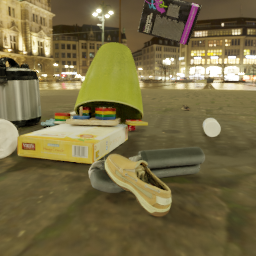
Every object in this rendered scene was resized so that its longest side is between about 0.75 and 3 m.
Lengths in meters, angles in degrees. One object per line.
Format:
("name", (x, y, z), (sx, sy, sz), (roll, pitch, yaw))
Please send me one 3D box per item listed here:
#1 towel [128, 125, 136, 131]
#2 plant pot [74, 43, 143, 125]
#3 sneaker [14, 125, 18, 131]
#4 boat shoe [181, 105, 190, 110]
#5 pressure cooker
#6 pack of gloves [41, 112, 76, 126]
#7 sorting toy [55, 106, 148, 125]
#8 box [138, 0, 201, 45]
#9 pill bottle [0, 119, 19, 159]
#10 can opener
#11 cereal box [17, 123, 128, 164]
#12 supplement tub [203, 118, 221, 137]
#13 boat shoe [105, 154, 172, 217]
("towel", (-1.074, -0.063, 10.433), (2.355, 0.265, 1.703), (-6, 11, -31))
("plant pot", (-0.528, -1.527, 9.256), (2.193, 2.344, 2.193), (4, -18, 1))
("sneaker", (-3.586, 0.171, 8.381), (0.370, 0.520, 1.048), (2, 11, 0))
("boat shoe", (3.470, -1.238, 16.856), (0.299, 0.295, 0.804), (-4, 11, -22))
("pressure cooker", (-4.787, -1.490, 11.404), (2.392, 2.719, 2.429), (9, 14, 41))
("pack of gloves", (-1.928, -0.302, 11.206), (2.473, 0.581, 2.944), (-22, 13, -33))
("sorting toy", (-0.891, -0.389, 8.504), (2.992, 0.506, 1.442), (2, 5, 3))
("box", (1.399, -3.804, 9.767), (1.908, 1.364, 0.344), (15, 43, 0))
("pill bottle", (-3.637, 0.162, 7.159), (1.742, 0.967, 0.967), (10, 14, 42))
("can opener", (0.388, 0.793, 5.186), (2.291, 0.603, 0.762), (-6, 46, -20))
("cereal box", (-1.301, 0.286, 7.609), (1.976, 0.543, 2.747), (4, 9, 17))
("supplement tub", (2.818, -0.031, 9.466), (0.530, 0.530, 0.804), (2, 10, 11))
("boat shoe", (0.157, 0.703, 4.282), (0.497, 0.529, 1.388), (-16, 37, -40))
